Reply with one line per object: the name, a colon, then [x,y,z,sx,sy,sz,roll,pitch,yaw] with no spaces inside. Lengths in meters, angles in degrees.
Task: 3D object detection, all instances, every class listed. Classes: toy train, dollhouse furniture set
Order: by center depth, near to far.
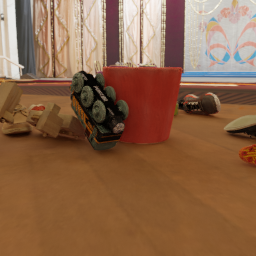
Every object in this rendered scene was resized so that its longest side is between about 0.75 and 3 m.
toy train: [-0.968,-0.558,8.114,1.087,1.453,2.551,-7,46,-38]
dollhouse furniture set: [-3.293,0.261,8.555,2.606,2.233,2.741,8,-20,33]

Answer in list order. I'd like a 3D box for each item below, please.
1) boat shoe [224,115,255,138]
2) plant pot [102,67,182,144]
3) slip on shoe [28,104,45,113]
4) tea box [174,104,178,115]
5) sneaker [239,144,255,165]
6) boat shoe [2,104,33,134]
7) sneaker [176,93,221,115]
boat shoe: [4.220,-0.032,9.238,0.830,0.736,2.220,-42,11,-37]
plant pot: [0.462,-0.816,9.172,2.630,2.327,2.630,0,12,0]
slip on shoe: [-4.353,-0.789,13.605,0.548,0.663,1.791,41,1,-4]
tea box: [1.946,-0.913,13.934,0.843,0.563,0.829,6,12,38]
sneaker: [3.339,0.677,6.862,1.469,0.536,0.567,2,-10,-14]
boat shoe: [-4.223,-0.392,10.578,1.020,0.923,2.861,-5,13,-24]
sneaker: [3.449,-1.061,14.177,1.181,1.112,2.885,-21,12,-20]
